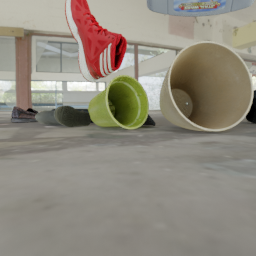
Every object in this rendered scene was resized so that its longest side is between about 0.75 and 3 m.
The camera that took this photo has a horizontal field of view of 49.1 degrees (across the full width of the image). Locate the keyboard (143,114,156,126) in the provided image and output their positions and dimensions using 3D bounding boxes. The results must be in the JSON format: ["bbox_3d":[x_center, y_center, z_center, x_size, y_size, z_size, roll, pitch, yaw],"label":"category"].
[{"bbox_3d":[-0.079,-0.616,9.575,1.244,0.474,2.390,42,-21,-31],"label":"keyboard"}]

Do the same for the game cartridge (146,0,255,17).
[{"bbox_3d":[1.827,-3.724,7.015,2.832,0.588,1.886,2,-36,11],"label":"game cartridge"}]

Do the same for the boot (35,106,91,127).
[{"bbox_3d":[-2.328,-0.392,9.098,1.833,0.665,1.667,10,-5,30],"label":"boot"}]

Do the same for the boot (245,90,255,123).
[{"bbox_3d":[5.285,-0.757,10.799,1.957,2.329,0.890,-36,38,-17],"label":"boot"}]

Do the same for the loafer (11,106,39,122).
[{"bbox_3d":[-4.108,-0.583,11.741,0.739,0.648,2.057,1,4,13],"label":"loafer"}]

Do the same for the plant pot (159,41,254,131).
[{"bbox_3d":[1.740,-0.855,7.626,2.168,2.168,2.314,-1,-7,-11],"label":"plant pot"}]

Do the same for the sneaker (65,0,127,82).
[{"bbox_3d":[-0.849,-3.019,8.693,1.674,2.897,1.135,-12,7,34],"label":"sneaker"}]

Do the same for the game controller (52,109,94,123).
[{"bbox_3d":[-1.843,-0.425,11.383,2.803,0.590,1.462,-1,19,-11],"label":"game controller"}]

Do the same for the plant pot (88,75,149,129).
[{"bbox_3d":[-0.411,-0.627,8.243,1.528,1.528,1.405,-3,-6,-40],"label":"plant pot"}]
